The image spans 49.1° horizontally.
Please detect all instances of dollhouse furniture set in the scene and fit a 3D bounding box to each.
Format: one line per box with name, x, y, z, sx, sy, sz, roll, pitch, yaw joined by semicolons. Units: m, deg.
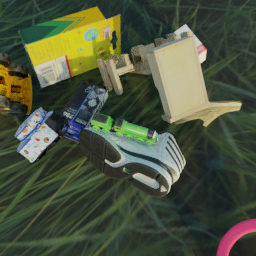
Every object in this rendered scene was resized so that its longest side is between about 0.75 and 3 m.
dollhouse furniture set;0.912;-1.539;8.330;2.681;1.899;2.918;-23;20;-14

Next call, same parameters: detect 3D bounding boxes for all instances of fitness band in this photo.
fitness band;3.132;3.248;5.835;1.944;0.507;2.706;-39;64;-2

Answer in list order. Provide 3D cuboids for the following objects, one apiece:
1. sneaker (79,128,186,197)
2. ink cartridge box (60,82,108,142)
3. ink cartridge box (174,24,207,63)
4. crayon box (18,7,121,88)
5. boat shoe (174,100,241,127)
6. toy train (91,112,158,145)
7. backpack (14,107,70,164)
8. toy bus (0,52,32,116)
sneaker;0.174;0.608;7.736;3.006;1.134;1.729;26;38;26
ink cartridge box;-1.424;-0.528;8.605;0.945;0.373;1.901;20;62;10
ink cartridge box;2.084;-2.752;9.426;0.487;0.862;1.176;-35;76;4
crayon box;-1.682;-2.594;8.928;2.971;1.886;0.755;-23;62;-15
boat shoe;2.292;-0.412;8.231;1.962;0.703;0.747;-5;91;24
toy train;-0.096;0.004;7.122;1.799;0.507;0.375;15;63;7
backpack;-2.373;0.198;7.514;1.116;1.449;1.380;36;97;-10
toy bus;-4.029;-1.154;7.881;2.083;2.169;1.472;-1;83;6
